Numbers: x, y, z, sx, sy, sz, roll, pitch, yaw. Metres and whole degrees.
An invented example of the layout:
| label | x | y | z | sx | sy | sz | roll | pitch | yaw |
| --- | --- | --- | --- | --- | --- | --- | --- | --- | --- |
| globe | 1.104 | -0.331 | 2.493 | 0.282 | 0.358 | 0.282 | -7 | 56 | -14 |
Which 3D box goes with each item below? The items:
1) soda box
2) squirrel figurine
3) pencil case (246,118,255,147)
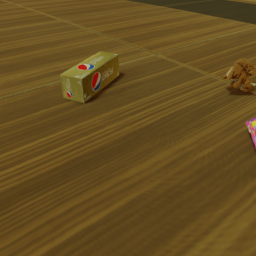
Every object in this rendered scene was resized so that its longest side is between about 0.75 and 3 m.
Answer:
| label | x | y | z | sx | sy | sz | roll | pitch | yaw |
| --- | --- | --- | --- | --- | --- | --- | --- | --- | --- |
| soda box | -1.138 | -1.733 | 9.102 | 0.769 | 0.813 | 2.402 | 14 | 36 | 20 |
| squirrel figurine | 3.553 | -1.606 | 8.595 | 0.888 | 0.951 | 0.673 | 34 | 6 | -1 |
| pencil case | 3.070 | 0.203 | 6.445 | 0.489 | 0.489 | 1.107 | 4 | 33 | 6 |
